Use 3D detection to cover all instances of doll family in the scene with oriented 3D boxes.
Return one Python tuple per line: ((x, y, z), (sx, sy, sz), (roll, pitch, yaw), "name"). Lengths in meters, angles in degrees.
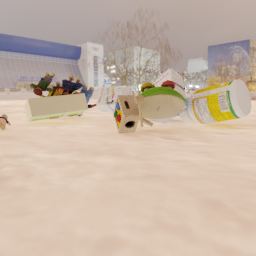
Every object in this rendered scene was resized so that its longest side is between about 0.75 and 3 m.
((-2.871, -1.496, 12.621), (2.980, 1.169, 1.723), (5, 44, 9), "doll family")

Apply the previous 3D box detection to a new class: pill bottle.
((2.846, -0.781, 9.479), (2.201, 1.241, 1.241), (-12, -3, 43), "pill bottle")

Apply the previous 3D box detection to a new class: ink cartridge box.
((1.383, -1.120, 9.843), (0.681, 1.585, 1.161), (28, -47, -28), "ink cartridge box")
((-0.485, -1.030, 10.104), (1.148, 0.831, 0.482), (3, -30, 15), "ink cartridge box")

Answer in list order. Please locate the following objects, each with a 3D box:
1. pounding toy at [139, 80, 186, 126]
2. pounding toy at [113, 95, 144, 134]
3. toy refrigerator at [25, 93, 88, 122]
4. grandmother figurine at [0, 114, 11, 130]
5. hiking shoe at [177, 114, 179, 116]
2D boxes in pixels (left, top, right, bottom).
((0.761, -0.897, 8.396), (1.514, 0.910, 1.962), (15, -28, -34), "pounding toy")
((0.008, -0.402, 7.381), (0.558, 1.219, 1.071), (-3, 51, -17), "pounding toy")
((-2.670, -0.750, 10.544), (2.133, 0.746, 0.810), (-11, -7, -32), "toy refrigerator")
((-3.908, -0.223, 8.693), (0.539, 0.269, 0.889), (44, 3, -22), "grandmother figurine")
((1.702, -0.743, 11.411), (2.015, 0.873, 0.749), (9, 54, 11), "hiking shoe")
